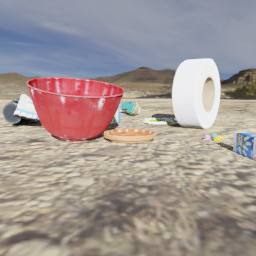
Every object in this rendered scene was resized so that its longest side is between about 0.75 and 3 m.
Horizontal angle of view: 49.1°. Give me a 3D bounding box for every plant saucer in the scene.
[{"bbox_3d":[0.062,0.253,8.780,1.630,0.263,1.630,1,8,0],"label":"plant saucer"}]

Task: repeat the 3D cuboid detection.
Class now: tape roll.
[{"bbox_3d":[2.862,-1.396,11.458,0.989,2.827,2.827,6,10,36],"label":"tape roll"}]

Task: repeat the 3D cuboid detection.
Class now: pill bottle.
[{"bbox_3d":[-4.771,-0.756,12.762,1.197,1.197,2.141,0,7,3],"label":"pill bottle"}]

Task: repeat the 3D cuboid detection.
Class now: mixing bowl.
[{"bbox_3d":[-1.634,-0.567,8.867,2.978,1.613,2.978,6,18,-2],"label":"mixing bowl"}]

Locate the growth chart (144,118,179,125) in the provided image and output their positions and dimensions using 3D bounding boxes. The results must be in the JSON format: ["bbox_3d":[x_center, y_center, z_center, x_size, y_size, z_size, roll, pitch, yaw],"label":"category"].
[{"bbox_3d":[1.501,-0.318,13.332,1.636,0.200,2.260,-1,7,1],"label":"growth chart"}]

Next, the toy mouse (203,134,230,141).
[{"bbox_3d":[2.660,0.288,8.857,0.834,0.161,0.741,-2,8,-15],"label":"toy mouse"}]

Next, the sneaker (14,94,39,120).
[{"bbox_3d":[-3.395,-0.776,11.714,0.966,1.117,2.577,3,-8,38],"label":"sneaker"}]

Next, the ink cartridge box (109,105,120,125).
[{"bbox_3d":[-1.079,-0.724,13.143,1.030,1.012,1.399,3,8,19],"label":"ink cartridge box"}]

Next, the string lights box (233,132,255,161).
[{"bbox_3d":[2.882,0.414,6.592,0.295,0.513,0.999,-1,8,-9],"label":"string lights box"}]

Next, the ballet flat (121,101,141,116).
[{"bbox_3d":[0.306,-1.220,17.832,0.963,0.963,2.725,-2,9,-16],"label":"ballet flat"}]
